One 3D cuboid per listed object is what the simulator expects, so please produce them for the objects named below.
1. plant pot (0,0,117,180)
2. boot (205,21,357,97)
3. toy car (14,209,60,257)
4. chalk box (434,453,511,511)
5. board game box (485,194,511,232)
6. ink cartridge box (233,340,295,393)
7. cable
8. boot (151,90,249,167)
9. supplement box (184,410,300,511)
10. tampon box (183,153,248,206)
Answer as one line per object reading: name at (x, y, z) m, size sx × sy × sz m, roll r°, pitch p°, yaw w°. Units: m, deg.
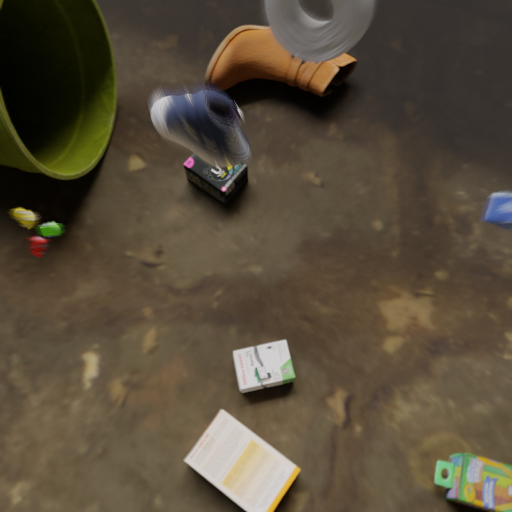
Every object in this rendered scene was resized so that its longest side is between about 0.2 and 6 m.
plant pot at (-4.763, -3.140, 9.761) m, size 3.337 × 3.466 × 3.466 m, roll 5°, pitch 68°, yaw 15°
boot at (0.498, -3.660, 11.045) m, size 2.062 × 1.019 × 2.656 m, roll 42°, pitch 65°, yaw 14°
toy car at (-3.236, -0.382, 8.512) m, size 0.778 × 0.826 × 0.184 m, roll -3°, pitch 27°, yaw 31°
chalk box at (3.252, 3.375, 8.363) m, size 1.109 × 0.686 × 0.690 m, roll 14°, pitch 69°, yaw 5°
board game box at (3.743, -0.219, 6.064) m, size 1.696 × 1.704 × 0.370 m, roll 17°, pitch 91°, yaw -23°
ink cartridge box at (0.115, 1.806, 9.142) m, size 0.903 × 0.381 × 0.659 m, roll -12°, pitch 69°, yaw -5°
cable at (0.809, -3.404, 7.549) m, size 1.518 × 1.518 × 0.525 m, roll 51°, pitch 50°, yaw -21°
boot at (-0.436, -1.603, 7.255) m, size 0.825 × 1.826 × 0.664 m, roll -1°, pitch 85°, yaw 34°
supplement box at (-0.211, 3.186, 8.508) m, size 1.495 × 0.550 × 0.942 m, roll 35°, pitch 73°, yaw 13°
tampon box at (-0.730, -1.538, 10.334) m, size 0.955 × 0.603 × 0.716 m, roll 35°, pitch 73°, yaw 13°
